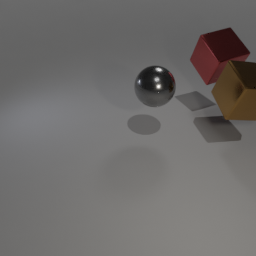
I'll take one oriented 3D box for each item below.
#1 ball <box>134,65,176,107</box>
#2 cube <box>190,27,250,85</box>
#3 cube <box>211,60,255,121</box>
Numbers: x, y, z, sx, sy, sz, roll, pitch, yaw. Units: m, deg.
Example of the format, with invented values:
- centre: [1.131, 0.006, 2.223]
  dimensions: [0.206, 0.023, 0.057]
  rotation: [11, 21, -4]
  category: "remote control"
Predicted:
- centre: [0.910, -1.400, 9.469]
  dimensions: [1.400, 1.400, 1.400]
  rotation: [0, 34, 0]
  category: "ball"
- centre: [3.489, -2.758, 10.822]
  dimensions: [1.400, 1.400, 1.400]
  rotation: [-19, 66, -15]
  category: "cube"
- centre: [3.857, -1.210, 9.224]
  dimensions: [1.400, 1.400, 1.400]
  rotation: [1, 49, -15]
  category: "cube"
